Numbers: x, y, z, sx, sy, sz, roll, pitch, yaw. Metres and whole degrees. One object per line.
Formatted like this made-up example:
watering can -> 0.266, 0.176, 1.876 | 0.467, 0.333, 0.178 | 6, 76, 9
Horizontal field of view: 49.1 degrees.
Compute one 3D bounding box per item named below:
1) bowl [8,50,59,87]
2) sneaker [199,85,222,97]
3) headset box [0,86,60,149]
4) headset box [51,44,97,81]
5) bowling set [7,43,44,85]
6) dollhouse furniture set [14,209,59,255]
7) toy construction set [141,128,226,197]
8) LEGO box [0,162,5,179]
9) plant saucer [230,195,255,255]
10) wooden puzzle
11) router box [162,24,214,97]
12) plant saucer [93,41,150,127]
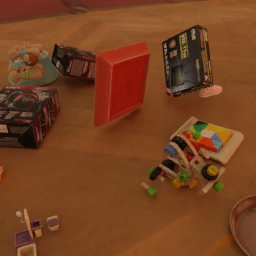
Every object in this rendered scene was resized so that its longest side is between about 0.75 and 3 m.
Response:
bowl -> -4.745, -3.098, 13.783 | 2.502, 1.309, 2.502 | -1, 34, 0
sneaker -> 3.769, -1.852, 12.588 | 1.313, 0.686, 0.494 | -18, 37, -26
headset box -> -3.921, -0.577, 10.373 | 2.155, 1.088, 2.900 | 3, 35, 4
headset box -> -2.084, -3.090, 13.499 | 2.630, 0.987, 1.955 | 3, 28, -36
bowling set -> -4.392, -2.633, 11.589 | 1.560, 2.023, 2.906 | -7, 75, -8
dollhouse furniture set -> -2.028, 2.439, 6.163 | 1.070, 0.958, 1.350 | -12, 37, -17
toy construction set -> 1.876, 1.086, 7.867 | 1.726, 1.873, 2.246 | 37, 38, 17
LEGO box -> -4.590, 1.296, 8.135 | 1.495, 0.577, 1.113 | 16, 38, 21
plant saucer -> 3.522, 2.522, 6.559 | 2.242, 0.386, 2.242 | 0, 36, 0
wooden puzzle -> 2.767, 0.302, 9.748 | 2.025, 0.377, 1.873 | 24, 41, 30
router box -> 2.354, -2.610, 11.258 | 0.749, 2.411, 1.807 | 3, -11, -42
plant saucer -> -0.109, -1.539, 10.013 | 0.491, 2.671, 2.676 | 26, 36, 30
